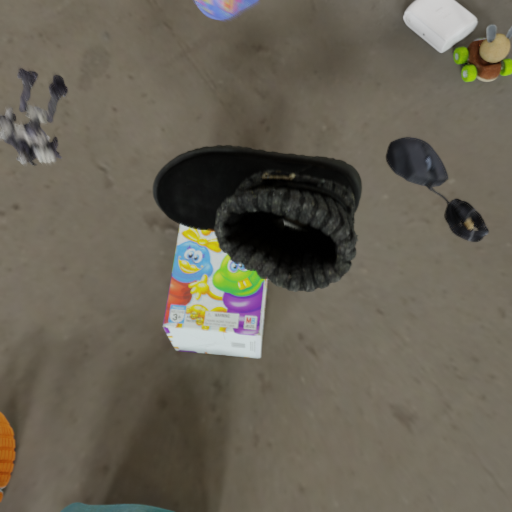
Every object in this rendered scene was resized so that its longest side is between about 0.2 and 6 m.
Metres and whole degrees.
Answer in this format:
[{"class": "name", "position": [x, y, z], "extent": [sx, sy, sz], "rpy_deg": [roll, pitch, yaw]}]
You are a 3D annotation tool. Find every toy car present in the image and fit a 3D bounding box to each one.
[{"class": "toy car", "position": [4.519, -4.036, 10.755], "extent": [0.953, 1.160, 0.916], "rpy_deg": [-11, 67, -5]}]

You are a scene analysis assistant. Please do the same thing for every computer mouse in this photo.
[{"class": "computer mouse", "position": [2.187, -0.912, 6.773], "extent": [0.655, 0.380, 2.234], "rpy_deg": [6, 35, -20]}]

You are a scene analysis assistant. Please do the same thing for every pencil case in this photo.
[{"class": "pencil case", "position": [-0.236, -3.532, 7.151], "extent": [0.775, 0.697, 1.785], "rpy_deg": [5, 33, 18]}]

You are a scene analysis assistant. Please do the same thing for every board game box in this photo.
[{"class": "board game box", "position": [-0.494, 0.068, 8.824], "extent": [1.398, 1.423, 2.714], "rpy_deg": [5, 66, 2]}]

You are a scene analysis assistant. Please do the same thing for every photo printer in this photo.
[{"class": "photo printer", "position": [3.740, -4.869, 11.516], "extent": [1.030, 0.430, 1.239], "rpy_deg": [-36, 72, -14]}]

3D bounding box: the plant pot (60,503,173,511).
[{"class": "plant pot", "position": [-1.726, 3.980, 6.958], "extent": [1.820, 1.937, 1.937], "rpy_deg": [12, 67, 15]}]

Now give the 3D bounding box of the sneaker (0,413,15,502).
[{"class": "sneaker", "position": [-4.462, 3.555, 7.479], "extent": [1.468, 1.208, 3.192], "rpy_deg": [10, 66, 9]}]

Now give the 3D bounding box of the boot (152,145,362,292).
[{"class": "boot", "position": [-0.201, -0.523, 6.520], "extent": [2.905, 1.093, 2.172], "rpy_deg": [0, 26, 17]}]

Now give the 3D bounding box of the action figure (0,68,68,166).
[{"class": "action figure", "position": [-2.834, -1.577, 6.992], "extent": [0.864, 1.454, 0.742], "rpy_deg": [21, 41, -13]}]
